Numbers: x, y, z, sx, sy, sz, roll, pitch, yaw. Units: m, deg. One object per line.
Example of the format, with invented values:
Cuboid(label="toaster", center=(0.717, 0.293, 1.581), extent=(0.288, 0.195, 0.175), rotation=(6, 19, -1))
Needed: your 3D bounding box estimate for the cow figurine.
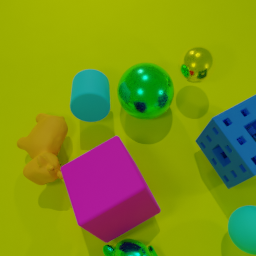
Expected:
Cuboid(label="cow figurine", center=(-1.798, 0.432, 6.339), extent=(1.630, 0.909, 1.656), rotation=(9, 63, 42))

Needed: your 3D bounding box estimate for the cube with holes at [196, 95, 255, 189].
Cuboid(label="cube with holes", center=(2.525, 0.299, 6.035), extent=(1.321, 1.321, 1.321), rotation=(-27, 71, -13))

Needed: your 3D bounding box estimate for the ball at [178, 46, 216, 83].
Cuboid(label="ball", center=(1.662, -1.531, 6.772), extent=(0.889, 0.889, 0.889), rotation=(0, 69, 0))

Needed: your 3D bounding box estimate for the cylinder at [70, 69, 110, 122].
Cuboid(label="cylinder", center=(-0.868, -0.752, 6.516), extent=(0.894, 0.894, 0.894), rotation=(-4, 46, -2))

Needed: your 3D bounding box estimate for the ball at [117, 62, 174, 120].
Cuboid(label="ball", center=(0.428, -0.893, 6.851), extent=(1.390, 1.390, 1.390), rotation=(0, 69, 0))

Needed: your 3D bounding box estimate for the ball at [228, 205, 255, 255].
Cuboid(label="ball", center=(2.464, 2.011, 5.550), extent=(0.918, 0.918, 0.918), rotation=(0, 69, 0))

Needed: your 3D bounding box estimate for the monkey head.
Cuboid(label="monkey head", center=(0.108, 2.794, 5.750), extent=(1.346, 0.811, 0.968), rotation=(2, 81, 42))

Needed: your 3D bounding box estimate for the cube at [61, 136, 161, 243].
Cuboid(label="cube", center=(-0.337, 1.269, 5.734), extent=(1.352, 1.352, 1.352), rotation=(-30, 51, -1))
